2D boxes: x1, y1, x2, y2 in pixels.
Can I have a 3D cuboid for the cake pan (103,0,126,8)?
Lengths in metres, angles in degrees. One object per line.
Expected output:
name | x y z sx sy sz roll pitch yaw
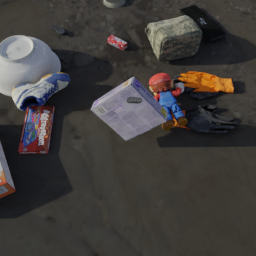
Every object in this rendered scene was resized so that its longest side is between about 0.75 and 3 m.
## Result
cake pan | -0.669 -6.380 13.852 1.150 0.211 1.150 0 58 0

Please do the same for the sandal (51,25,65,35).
sandal | -3.136 -4.404 12.668 0.344 0.194 0.905 -31 53 -25

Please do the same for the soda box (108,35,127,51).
soda box | -0.458 -3.701 12.153 0.864 0.274 0.303 32 64 18

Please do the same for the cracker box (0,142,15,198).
cracker box | -4.986 1.077 8.862 1.915 0.825 2.859 -24 61 -14

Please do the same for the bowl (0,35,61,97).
bowl | -4.172 -2.686 10.950 2.834 1.274 2.834 0 57 0

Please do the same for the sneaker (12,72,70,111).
sneaker | -3.084 -1.279 10.329 2.204 0.830 0.971 -24 59 -9

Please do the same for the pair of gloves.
pair of gloves | 2.796 -1.020 10.458 2.499 0.347 2.805 6 59 4

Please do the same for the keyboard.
keyboard | 3.154 -4.722 12.813 1.588 0.257 2.499 -22 60 -17

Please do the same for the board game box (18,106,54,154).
board game box | -3.205 0.024 9.902 0.976 0.184 1.895 -1 58 -2

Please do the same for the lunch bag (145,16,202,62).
lunch bag | 1.867 -3.829 11.582 1.960 1.366 1.644 -16 59 -11

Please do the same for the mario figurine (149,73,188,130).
mario figurine | 1.417 -0.991 10.283 1.377 1.182 2.230 3 61 -35

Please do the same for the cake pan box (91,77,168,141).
cake pan box | 0.023 -0.486 8.489 1.664 1.807 0.473 42 40 -25
